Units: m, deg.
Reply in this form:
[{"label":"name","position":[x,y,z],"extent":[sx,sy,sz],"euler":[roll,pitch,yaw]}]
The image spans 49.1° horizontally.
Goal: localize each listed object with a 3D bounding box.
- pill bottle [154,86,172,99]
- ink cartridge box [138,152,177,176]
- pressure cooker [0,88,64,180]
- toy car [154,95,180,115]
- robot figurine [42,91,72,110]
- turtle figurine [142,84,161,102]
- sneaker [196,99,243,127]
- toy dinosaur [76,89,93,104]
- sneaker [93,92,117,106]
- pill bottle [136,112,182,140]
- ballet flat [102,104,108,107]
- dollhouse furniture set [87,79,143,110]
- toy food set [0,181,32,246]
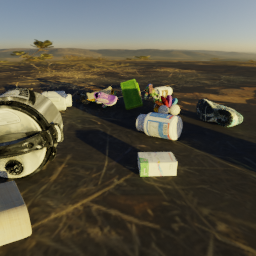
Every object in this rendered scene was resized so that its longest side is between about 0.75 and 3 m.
[{"label":"pill bottle","position":[2.178,-2.240,17.532],"extent":[1.232,0.704,0.704],"euler":[-15,23,-41]},{"label":"ink cartridge box","position":[0.801,0.995,7.795],"extent":[1.004,0.439,0.730],"euler":[-3,18,-3]},{"label":"pressure cooker","position":[-2.933,0.188,7.544],"extent":[2.191,2.157,2.453],"euler":[36,13,-13]},{"label":"toy car","position":[1.896,-1.155,13.709],"extent":[1.270,0.952,1.111],"euler":[-4,17,-12]},{"label":"robot figurine","position":[-3.776,-1.382,14.336],"extent":[1.753,0.990,1.487],"euler":[-4,-6,-9]},{"label":"turtle figurine","position":[1.421,-1.858,16.734],"extent":[0.918,1.275,1.236],"euler":[14,24,-45]},{"label":"sneaker","position":[4.029,-0.627,12.493],"extent":[1.017,0.915,2.357],"euler":[-1,24,-31]},{"label":"toy dinosaur","position":[-2.410,-1.789,16.419],"extent":[1.018,0.766,1.990],"euler":[18,17,16]},{"label":"sneaker","position":[-0.916,-1.170,10.765],"extent":[1.066,0.471,0.429],"euler":[10,64,33]},{"label":"pill bottle","position":[1.129,-0.110,10.489],"extent":[1.612,0.905,0.905],"euler":[11,21,38]},{"label":"ballet flat","position":[-1.155,-1.366,15.429],"extent":[0.302,0.311,0.875],"euler":[8,19,31]},{"label":"dollhouse furniture set","position":[-0.661,-1.456,15.204],"extent":[2.797,1.404,1.832],"euler":[-15,-4,6]},{"label":"toy food set","position":[-2.855,1.728,5.422],"extent":[1.543,0.649,2.150],"euler":[-10,12,-28]}]
